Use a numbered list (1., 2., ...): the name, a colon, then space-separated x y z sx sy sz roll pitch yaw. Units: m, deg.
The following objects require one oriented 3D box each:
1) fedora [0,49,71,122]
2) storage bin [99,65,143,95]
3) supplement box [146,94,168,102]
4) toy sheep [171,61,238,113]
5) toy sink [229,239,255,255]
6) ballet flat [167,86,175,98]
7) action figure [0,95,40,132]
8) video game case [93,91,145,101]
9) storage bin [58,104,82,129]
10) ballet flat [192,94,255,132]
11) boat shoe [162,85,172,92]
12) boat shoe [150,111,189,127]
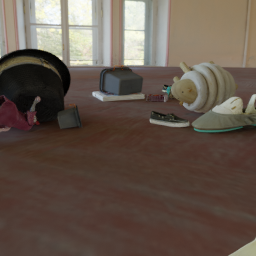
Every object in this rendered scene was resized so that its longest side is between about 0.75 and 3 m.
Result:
1. fedora: -2.613 -0.898 7.841 2.623 2.623 1.198 -11 53 -36
2. storage bin: -0.202 -2.091 12.447 1.759 1.280 1.181 -14 30 -39
3. supplement box: 1.209 -1.261 11.770 0.834 0.254 0.454 4 15 20
4. toy sheep: 2.590 -1.345 9.229 2.616 1.804 1.804 -11 18 -21
5. toy sink: 2.131 0.666 2.258 2.467 1.382 1.608 -9 17 -32
6. ballet flat: 2.126 -1.652 12.783 0.631 0.568 1.675 11 12 3
7. action figure: -2.729 -0.211 6.865 1.033 1.148 1.542 -20 -22 23
8. video game case: -0.463 -1.507 12.758 1.941 0.223 1.768 -6 16 -20
9. storage bin: -1.607 -0.311 7.648 0.579 0.628 0.862 -13 17 -10
10. ballet flat: 3.043 -0.433 7.372 2.832 0.902 0.954 -2 15 -8
11. boat shoe: 2.206 -2.028 14.495 0.426 0.365 1.164 -8 18 -31
12. boat shoe: 1.136 -0.254 7.807 1.166 0.330 0.400 8 17 29
